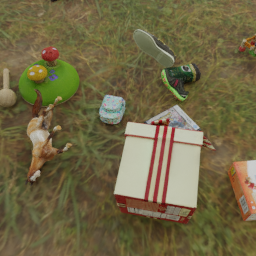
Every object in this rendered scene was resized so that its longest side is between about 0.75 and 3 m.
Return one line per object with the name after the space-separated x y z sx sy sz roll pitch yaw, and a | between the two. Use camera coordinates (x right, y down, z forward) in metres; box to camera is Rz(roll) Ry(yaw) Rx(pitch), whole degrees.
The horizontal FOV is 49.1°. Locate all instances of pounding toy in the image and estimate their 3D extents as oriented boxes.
-3.326 -2.008 10.208 2.938 1.363 2.267 -9 54 -7 | pounding toy

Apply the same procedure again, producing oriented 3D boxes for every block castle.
5.382 -3.161 11.503 0.937 0.658 1.403 -28 57 -14 | block castle

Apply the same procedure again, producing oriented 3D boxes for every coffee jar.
2.059 -2.042 10.712 1.359 0.580 0.708 -11 51 -6 | coffee jar

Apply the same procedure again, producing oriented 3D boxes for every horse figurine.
-2.609 0.154 8.677 0.693 1.840 2.777 15 44 -45 | horse figurine

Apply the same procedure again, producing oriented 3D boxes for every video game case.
1.502 -0.045 9.520 1.450 0.185 1.311 -28 59 -18 | video game case

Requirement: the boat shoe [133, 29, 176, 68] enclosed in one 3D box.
0.998 -3.016 10.417 1.851 0.660 0.557 40 46 -8 | boat shoe

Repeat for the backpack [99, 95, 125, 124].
-0.551 -0.632 9.662 0.847 0.718 0.954 12 60 9 | backpack

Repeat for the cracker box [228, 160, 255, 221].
4.244 1.687 7.968 2.307 0.665 1.545 -4 54 -4 | cracker box

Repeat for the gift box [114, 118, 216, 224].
1.000 1.171 7.508 2.385 2.200 2.227 9 62 4 | gift box

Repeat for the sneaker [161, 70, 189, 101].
1.695 -1.604 10.128 0.562 0.515 1.342 -42 105 1 | sneaker
